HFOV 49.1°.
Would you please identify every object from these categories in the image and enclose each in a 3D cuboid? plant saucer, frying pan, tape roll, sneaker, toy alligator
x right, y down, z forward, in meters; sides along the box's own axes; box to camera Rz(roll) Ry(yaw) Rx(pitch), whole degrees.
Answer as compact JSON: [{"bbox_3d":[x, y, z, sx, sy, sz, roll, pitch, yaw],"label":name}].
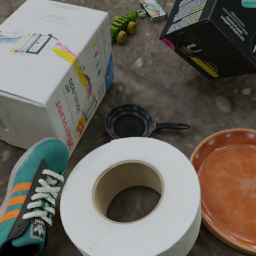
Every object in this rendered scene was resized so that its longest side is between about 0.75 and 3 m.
[{"bbox_3d":[2.616,1.247,5.929,2.776,0.448,2.776,1,54,-1],"label":"plant saucer"},{"bbox_3d":[0.415,-0.183,7.031,1.979,0.322,1.197,-12,56,-11],"label":"frying pan"},{"bbox_3d":[0.074,1.359,5.234,2.530,0.885,2.530,-9,45,8],"label":"tape roll"},{"bbox_3d":[-1.678,1.504,4.934,1.107,0.989,2.770,12,70,40],"label":"sneaker"},{"bbox_3d":[-0.093,-3.510,9.259,0.759,0.550,2.289,27,59,17],"label":"toy alligator"}]

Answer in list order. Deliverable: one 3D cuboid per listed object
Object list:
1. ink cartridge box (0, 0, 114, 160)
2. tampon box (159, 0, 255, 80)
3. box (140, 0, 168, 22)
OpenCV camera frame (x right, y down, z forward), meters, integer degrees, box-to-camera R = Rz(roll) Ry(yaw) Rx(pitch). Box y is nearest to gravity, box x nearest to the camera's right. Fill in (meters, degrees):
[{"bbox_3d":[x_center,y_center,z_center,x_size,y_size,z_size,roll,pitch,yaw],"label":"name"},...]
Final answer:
[{"bbox_3d":[-1.875,-1.160,6.569,2.132,2.170,2.947,16,57,12],"label":"ink cartridge box"},{"bbox_3d":[2.512,-2.994,7.088,2.113,1.780,2.819,30,77,-27],"label":"tampon box"},{"bbox_3d":[0.902,-4.221,9.991,0.610,0.192,1.108,-18,56,-12],"label":"box"}]
